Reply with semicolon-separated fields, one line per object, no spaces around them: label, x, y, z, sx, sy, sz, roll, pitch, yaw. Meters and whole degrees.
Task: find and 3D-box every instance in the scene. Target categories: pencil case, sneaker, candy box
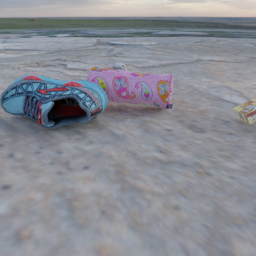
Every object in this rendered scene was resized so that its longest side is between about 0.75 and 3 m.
pencil case;0.062;-1.184;8.441;2.615;1.143;1.143;7;24;3
sneaker;-2.096;-0.656;7.208;2.957;1.173;1.413;0;29;11
candy box;3.218;-0.449;7.258;0.623;0.299;1.080;-27;9;9

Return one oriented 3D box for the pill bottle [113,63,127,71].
pill bottle;-0.371;-1.931;10.558;0.526;0.526;0.924;5;66;12
